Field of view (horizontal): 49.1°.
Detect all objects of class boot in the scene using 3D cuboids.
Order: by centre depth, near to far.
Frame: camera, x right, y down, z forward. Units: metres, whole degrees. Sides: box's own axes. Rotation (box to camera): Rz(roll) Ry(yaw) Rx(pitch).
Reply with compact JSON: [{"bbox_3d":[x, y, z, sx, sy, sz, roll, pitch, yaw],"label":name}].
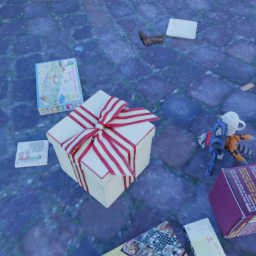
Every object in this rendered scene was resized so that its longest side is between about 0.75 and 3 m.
[{"bbox_3d":[1.186,-4.617,14.056,1.093,0.351,1.019,-18,69,-9],"label":"boot"}]

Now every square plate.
[{"bbox_3d":[2.785,-5.104,14.503,1.458,0.207,1.444,11,54,8],"label":"square plate"}]

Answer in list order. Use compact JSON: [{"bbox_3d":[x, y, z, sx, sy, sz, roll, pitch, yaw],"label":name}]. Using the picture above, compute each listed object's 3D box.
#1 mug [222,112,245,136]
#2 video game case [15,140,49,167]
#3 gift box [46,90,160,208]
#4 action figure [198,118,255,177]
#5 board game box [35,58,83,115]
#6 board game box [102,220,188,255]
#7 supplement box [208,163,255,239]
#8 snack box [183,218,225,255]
[{"bbox_3d":[3.943,-0.172,10.565,0.916,0.803,0.677,20,56,14],"label":"mug"},{"bbox_3d":[-3.482,0.923,10.187,1.108,0.131,1.008,-5,54,-3],"label":"video game case"},{"bbox_3d":[-0.564,0.624,8.843,2.844,2.656,2.624,30,60,21],"label":"gift box"},{"bbox_3d":[3.360,0.798,9.766,1.985,1.073,2.052,20,94,20],"label":"action figure"},{"bbox_3d":[-2.958,-1.846,11.987,1.801,0.459,2.679,-10,55,-7],"label":"board game box"},{"bbox_3d":[0.461,3.935,7.822,2.480,0.429,1.680,-22,57,-15],"label":"board game box"},{"bbox_3d":[4.168,2.021,8.316,2.907,1.903,1.500,-9,53,-7],"label":"supplement box"},{"bbox_3d":[2.281,3.462,8.269,0.809,0.258,1.393,-14,55,-10],"label":"snack box"}]
